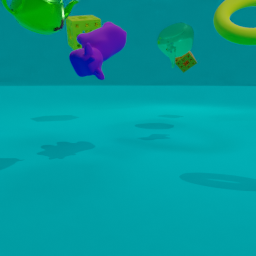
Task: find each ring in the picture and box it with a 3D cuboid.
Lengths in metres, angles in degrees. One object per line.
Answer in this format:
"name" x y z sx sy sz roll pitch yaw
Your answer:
"ring" 2.055 -1.820 4.566 1.267 1.267 0.253 3 -33 19

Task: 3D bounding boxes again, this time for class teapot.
"teapot" 1.653 -2.881 9.575 1.289 1.015 2.074 -5 43 30
"teapot" -1.616 -2.302 5.317 1.010 0.795 1.624 45 36 23

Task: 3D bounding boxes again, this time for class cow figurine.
"cow figurine" -0.614 -1.783 6.344 1.569 0.861 1.543 -32 36 -11

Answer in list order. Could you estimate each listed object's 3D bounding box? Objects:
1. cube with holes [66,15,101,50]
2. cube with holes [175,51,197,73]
"cube with holes" -1.833 -3.953 11.603 1.158 1.158 1.158 -12 33 -20
"cube with holes" 2.379 -2.952 11.928 0.701 0.701 0.701 -35 -47 23
